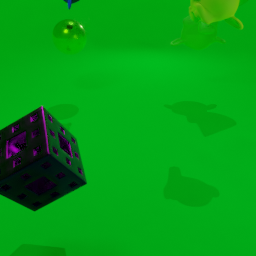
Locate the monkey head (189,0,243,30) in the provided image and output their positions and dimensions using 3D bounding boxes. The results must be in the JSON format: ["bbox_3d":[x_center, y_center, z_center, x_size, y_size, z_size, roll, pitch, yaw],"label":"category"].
[{"bbox_3d":[1.767,-2.662,5.834,0.966,1.603,1.154,-18,0,4],"label":"monkey head"}]

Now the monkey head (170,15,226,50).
[{"bbox_3d":[2.378,-3.031,9.136,1.890,1.139,1.360,-3,40,-1],"label":"monkey head"}]

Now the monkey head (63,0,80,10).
[{"bbox_3d":[-1.568,-4.007,7.741,0.846,1.011,1.405,26,62,-14],"label":"monkey head"}]

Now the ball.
[{"bbox_3d":[-1.893,-2.938,9.077,1.104,1.104,1.104,0,29,0],"label":"ball"}]

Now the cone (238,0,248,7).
[{"bbox_3d":[2.890,-3.993,8.055,1.357,1.357,1.362,14,40,23],"label":"cone"}]

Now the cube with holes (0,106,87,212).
[{"bbox_3d":[-1.280,0.454,3.998,0.907,0.907,0.907,-29,48,7],"label":"cube with holes"}]
